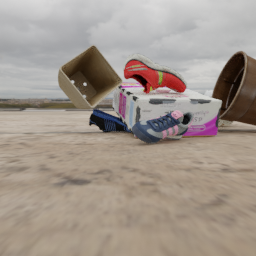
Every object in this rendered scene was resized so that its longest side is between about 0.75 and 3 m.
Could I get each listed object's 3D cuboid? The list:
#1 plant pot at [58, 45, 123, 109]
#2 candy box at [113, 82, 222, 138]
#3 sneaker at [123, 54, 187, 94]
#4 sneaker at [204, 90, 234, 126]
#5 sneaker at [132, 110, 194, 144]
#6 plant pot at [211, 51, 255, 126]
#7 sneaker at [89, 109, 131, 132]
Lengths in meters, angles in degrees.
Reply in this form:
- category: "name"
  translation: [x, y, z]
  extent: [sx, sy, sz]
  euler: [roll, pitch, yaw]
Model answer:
- category: "plant pot"
  translation: [-1.001, -1.055, 6.555]
  extent: [1.099, 1.097, 0.973]
  euler: [-45, 11, -31]
- category: "candy box"
  translation: [0.741, -0.547, 6.868]
  extent: [1.853, 0.829, 2.717]
  euler: [0, 15, -12]
- category: "sneaker"
  translation: [0.553, -0.988, 5.933]
  extent: [1.486, 0.631, 0.572]
  euler: [20, -15, -17]
- category: "sneaker"
  translation: [2.812, -0.528, 8.858]
  extent: [1.234, 1.062, 2.916]
  euler: [33, 29, 15]
- category: "sneaker"
  translation: [0.647, -0.093, 4.941]
  extent: [1.393, 0.571, 0.489]
  euler: [-7, 51, -48]
- category: "plant pot"
  translation: [3.279, -0.788, 7.065]
  extent: [1.779, 1.797, 1.797]
  euler: [18, 3, -4]
- category: "sneaker"
  translation: [-0.425, -0.071, 7.046]
  extent: [1.140, 0.444, 0.400]
  euler: [23, 16, -1]
